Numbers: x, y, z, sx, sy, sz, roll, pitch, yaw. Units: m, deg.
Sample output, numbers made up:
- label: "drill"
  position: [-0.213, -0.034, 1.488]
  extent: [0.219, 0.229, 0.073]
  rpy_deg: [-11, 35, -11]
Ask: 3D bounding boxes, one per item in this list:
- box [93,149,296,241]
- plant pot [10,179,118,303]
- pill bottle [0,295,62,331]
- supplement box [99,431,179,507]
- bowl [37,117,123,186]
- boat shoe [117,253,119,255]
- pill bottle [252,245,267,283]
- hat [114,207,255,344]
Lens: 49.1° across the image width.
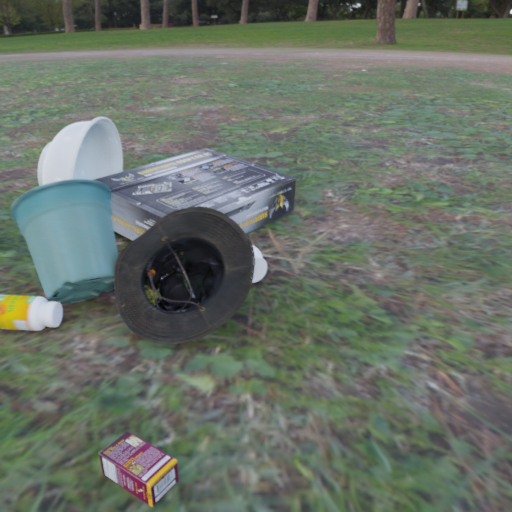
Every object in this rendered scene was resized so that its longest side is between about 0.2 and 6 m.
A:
- label: "box"
  position: [-1.409, -1.320, 12.796]
  extent: [3.027, 0.924, 3.823]
  rpy_deg: [23, 33, 33]
- label: "plant pot"
  position: [-3.082, -0.174, 9.459]
  extent: [1.685, 1.685, 1.650]
  rpy_deg: [-13, 73, -24]
- label: "pill bottle"
  position: [-3.638, 0.909, 8.911]
  extent: [0.978, 0.543, 0.543]
  rpy_deg: [2, 26, 4]
- label: "supplement box"
  position: [-1.301, 2.345, 6.216]
  extent: [0.795, 0.340, 0.439]
  rpy_deg: [17, 31, 31]
- label: "bowl"
  position: [-3.888, -1.792, 12.083]
  extent: [1.136, 2.528, 2.528]
  rpy_deg: [10, 27, 7]
- label: "boat shoe"
  position: [-2.088, 0.231, 10.199]
  extent: [1.909, 0.620, 0.689]
  rpy_deg: [5, 26, 11]
- label: "pill bottle"
  position: [-0.302, 0.034, 10.552]
  extent: [0.671, 0.671, 1.194]
  rpy_deg: [-13, 28, -25]
- label: "hat"
  position: [-1.080, 0.419, 9.125]
  extent: [2.344, 0.945, 2.344]
  rpy_deg: [-4, 67, 9]
